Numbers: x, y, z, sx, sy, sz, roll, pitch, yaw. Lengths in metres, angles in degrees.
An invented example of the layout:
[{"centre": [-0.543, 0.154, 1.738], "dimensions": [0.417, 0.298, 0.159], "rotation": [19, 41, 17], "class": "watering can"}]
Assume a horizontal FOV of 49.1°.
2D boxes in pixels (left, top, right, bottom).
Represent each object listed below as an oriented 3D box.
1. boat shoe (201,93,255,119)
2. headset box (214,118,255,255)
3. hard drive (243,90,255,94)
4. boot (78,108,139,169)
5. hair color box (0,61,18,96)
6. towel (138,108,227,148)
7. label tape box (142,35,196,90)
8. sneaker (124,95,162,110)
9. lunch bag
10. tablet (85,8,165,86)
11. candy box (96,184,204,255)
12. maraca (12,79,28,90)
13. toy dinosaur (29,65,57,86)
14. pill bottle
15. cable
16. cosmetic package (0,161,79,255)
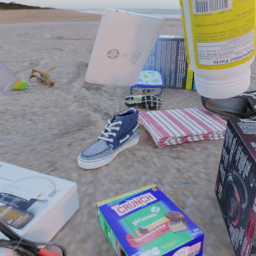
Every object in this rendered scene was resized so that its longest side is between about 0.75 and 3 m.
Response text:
[{"centre": [3.665, -0.671, 8.746], "dimensions": [2.762, 1.020, 0.833], "rotation": [17, 33, 8], "class": "boat shoe"}, {"centre": [2.118, 1.062, 4.417], "dimensions": [0.860, 1.704, 2.293], "rotation": [3, 25, 4], "class": "headset box"}, {"centre": [5.166, -0.902, 10.166], "dimensions": [1.417, 0.334, 2.030], "rotation": [-9, 27, -19], "class": "hard drive"}, {"centre": [-0.473, 0.183, 7.148], "dimensions": [0.771, 0.958, 2.120], "rotation": [17, 30, 32], "class": "boot"}, {"centre": [-3.560, -1.607, 6.567], "dimensions": [0.963, 1.945, 0.590], "rotation": [26, 75, 18], "class": "hair color box"}, {"centre": [1.718, -0.087, 8.497], "dimensions": [2.556, 0.382, 1.870], "rotation": [-5, 26, -17], "class": "towel"}, {"centre": [2.036, -2.848, 12.169], "dimensions": [2.994, 2.159, 0.948], "rotation": [5, 24, 8], "class": "label tape box"}, {"centre": [0.588, -1.028, 10.238], "dimensions": [1.420, 0.547, 0.603], "rotation": [8, 22, 16], "class": "sneaker"}, {"centre": [0.733, -1.809, 11.364], "dimensions": [1.292, 0.968, 1.520], "rotation": [0, 16, -1], "class": "lunch bag"}, {"centre": [-0.172, -2.093, 7.848], "dimensions": [1.659, 2.550, 0.174], "rotation": [1, 55, -21], "class": "tablet"}, {"centre": [0.308, 1.635, 4.566], "dimensions": [1.203, 0.548, 1.423], "rotation": [-14, 28, -25], "class": "candy box"}, {"centre": [-4.765, -1.875, 12.075], "dimensions": [0.892, 0.477, 0.611], "rotation": [10, 45, 1], "class": "maraca"}, {"centre": [-3.959, -2.417, 13.226], "dimensions": [1.262, 0.718, 2.377], "rotation": [11, 27, -27], "class": "toy dinosaur"}, {"centre": [2.123, -2.218, 6.565], "dimensions": [1.612, 2.821, 1.612], "rotation": [-11, 35, 8], "class": "pill bottle"}, {"centre": [-1.344, 1.618, 3.777], "dimensions": [0.408, 1.622, 0.788], "rotation": [-29, 15, 39], "class": "cable"}, {"centre": [-2.310, 1.592, 4.567], "dimensions": [1.916, 0.657, 2.542], "rotation": [8, 27, 23], "class": "cosmetic package"}]
